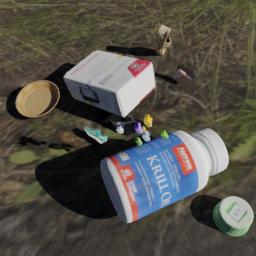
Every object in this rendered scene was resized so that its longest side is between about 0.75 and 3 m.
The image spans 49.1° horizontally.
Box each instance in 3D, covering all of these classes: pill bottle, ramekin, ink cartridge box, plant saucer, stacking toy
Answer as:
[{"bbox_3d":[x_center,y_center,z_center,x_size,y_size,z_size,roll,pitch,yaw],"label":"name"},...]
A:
[{"bbox_3d":[0.934,1.029,7.021,2.937,1.648,1.648,-21,55,-16],"label":"pill bottle"},{"bbox_3d":[2.619,2.150,6.936,0.923,0.451,0.923,0,53,0],"label":"ramekin"},{"bbox_3d":[-0.585,-1.512,9.053,2.387,1.022,1.762,22,55,36],"label":"ink cartridge box"},{"bbox_3d":[-2.913,-0.909,9.160,1.450,0.257,1.450,-3,60,6],"label":"plant saucer"},{"bbox_3d":[0.330,0.105,6.201,0.785,1.041,0.245,-14,55,29],"label":"stacking toy"}]

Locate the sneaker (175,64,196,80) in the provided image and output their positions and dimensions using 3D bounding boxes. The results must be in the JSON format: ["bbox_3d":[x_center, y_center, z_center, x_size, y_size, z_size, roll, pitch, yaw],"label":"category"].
[{"bbox_3d":[2.003,-1.861,9.859,0.779,0.418,0.260,39,54,5],"label":"sneaker"}]

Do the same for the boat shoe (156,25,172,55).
[{"bbox_3d":[1.345,-3.174,10.414,0.488,1.512,0.539,21,76,13],"label":"boat shoe"}]

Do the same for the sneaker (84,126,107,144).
[{"bbox_3d":[-0.981,0.175,8.498,0.815,0.316,0.324,33,86,13],"label":"sneaker"}]

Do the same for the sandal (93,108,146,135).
[{"bbox_3d":[-0.303,-0.244,8.801,1.741,0.373,0.662,17,51,12],"label":"sandal"}]
